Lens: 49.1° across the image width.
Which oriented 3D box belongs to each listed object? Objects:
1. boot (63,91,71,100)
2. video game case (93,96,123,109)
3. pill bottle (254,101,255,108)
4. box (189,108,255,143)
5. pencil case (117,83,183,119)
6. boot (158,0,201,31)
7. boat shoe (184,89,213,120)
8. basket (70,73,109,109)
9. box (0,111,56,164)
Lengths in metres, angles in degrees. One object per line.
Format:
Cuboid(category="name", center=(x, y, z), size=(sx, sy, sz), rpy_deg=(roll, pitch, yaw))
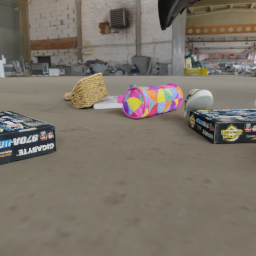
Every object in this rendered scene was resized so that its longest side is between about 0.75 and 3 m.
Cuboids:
Cuboid(category="boot", center=(-2.655, -1.862, 15.368), size=(1.718, 0.622, 1.429), rpy_deg=(-5, 15, -6))
Cuboid(category="video game case", center=(-0.773, -1.287, 13.686), size=(1.963, 0.247, 2.741), rpy_deg=(-4, 14, -10))
Cuboid(category="pill bottle", center=(5.146, -0.673, 9.491), size=(0.931, 0.931, 1.676), rpy_deg=(-4, 13, -18))
Cuboid(category="box", center=(3.208, -0.114, 7.818), size=(2.499, 0.575, 1.987), rpy_deg=(-2, 13, -7))
Cuboid(category="pencil case", center=(0.974, -1.106, 10.810), size=(1.273, 1.273, 2.880), rpy_deg=(11, 14, 39))
Cuboid(category="boot", center=(1.932, -3.147, 6.503), size=(2.095, 0.833, 2.407), rpy_deg=(-4, -21, -16))
Cuboid(category="boat shoe", center=(2.116, -0.849, 8.877), size=(0.743, 0.669, 2.102), rpy_deg=(-3, -15, -1))
Cuboid(category="basket", center=(-1.854, -1.674, 12.498), size=(1.163, 1.214, 1.630), rpy_deg=(-5, 21, 36))
Cuboid(category="box", center=(-3.292, 0.170, 6.415), size=(2.228, 0.645, 2.803), rpy_deg=(-12, 17, -41))
